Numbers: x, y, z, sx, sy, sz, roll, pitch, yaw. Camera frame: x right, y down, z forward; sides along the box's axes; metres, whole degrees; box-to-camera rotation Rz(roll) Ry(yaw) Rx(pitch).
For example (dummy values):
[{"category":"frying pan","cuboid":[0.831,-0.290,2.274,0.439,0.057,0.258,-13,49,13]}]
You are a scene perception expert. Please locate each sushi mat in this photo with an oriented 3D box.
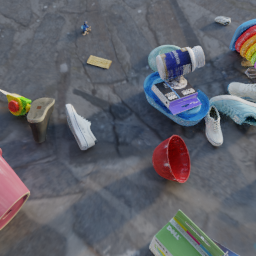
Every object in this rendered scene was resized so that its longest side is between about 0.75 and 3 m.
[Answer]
[{"category":"sushi mat","cuboid":[-1.356,-3.116,13.231,1.107,0.067,0.530,17,62,10]}]

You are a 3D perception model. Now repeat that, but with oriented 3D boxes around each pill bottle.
[{"category":"pill bottle","cuboid":[2.120,-2.668,11.363,1.789,1.035,1.035,-16,61,1]}]

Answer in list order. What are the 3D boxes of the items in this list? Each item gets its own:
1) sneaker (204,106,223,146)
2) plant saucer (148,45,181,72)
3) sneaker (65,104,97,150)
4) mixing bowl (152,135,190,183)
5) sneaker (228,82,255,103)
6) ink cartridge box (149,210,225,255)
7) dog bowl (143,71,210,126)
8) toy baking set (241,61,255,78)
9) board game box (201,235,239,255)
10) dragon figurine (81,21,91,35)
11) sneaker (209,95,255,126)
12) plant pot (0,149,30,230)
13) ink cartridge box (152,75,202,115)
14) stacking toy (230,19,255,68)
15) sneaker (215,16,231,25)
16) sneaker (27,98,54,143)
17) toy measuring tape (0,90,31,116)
[{"category":"sneaker","cuboid":[3.414,-0.118,11.200,0.624,0.605,1.708,-6,60,-3]},{"category":"plant saucer","cuboid":[1.959,-3.297,13.161,2.015,0.388,2.015,0,59,0]},{"category":"sneaker","cuboid":[-1.890,-0.093,11.200,0.744,0.768,2.102,-18,69,-24]},{"category":"mixing bowl","cuboid":[1.470,1.159,10.093,0.910,1.681,1.681,-14,53,36]},{"category":"sneaker","cuboid":[5.325,-1.569,11.902,2.084,0.842,0.797,18,63,11]},{"category":"ink cartridge box","cuboid":[1.469,3.448,7.849,0.847,2.856,1.483,-37,67,-21]},{"category":"dog bowl","cuboid":[1.962,-1.204,11.757,2.950,0.731,1.644,37,67,19]},{"category":"toy baking set","cuboid":[6.455,-2.463,12.726,1.909,0.289,2.488,-24,63,-13]},{"category":"board game box","cuboid":[2.777,4.587,8.433,2.365,0.729,2.364,-39,66,-20]},{"category":"dragon figurine","cuboid":[-2.209,-5.008,14.185,0.498,0.295,1.002,19,61,10]},{"category":"sneaker","cuboid":[4.428,-0.657,11.379,2.269,0.839,0.930,14,57,8]},{"category":"plant pot","cuboid":[-4.691,2.001,9.008,2.436,2.721,2.721,37,66,2]},{"category":"ink cartridge box","cuboid":[1.979,-1.345,11.126,1.515,0.332,1.530,-21,60,-26]},{"category":"stacking toy","cuboid":[6.013,-3.252,12.449,1.722,1.628,2.967,-18,63,-4]},{"category":"sneaker","cuboid":[4.915,-5.555,14.513,0.812,0.310,0.327,7,70,6]},{"category":"sneaker","cuboid":[-3.500,-0.381,11.336,0.808,1.148,2.161,4,31,1]},{"category":"toy measuring tape","cuboid":[-4.887,-1.045,11.701,2.265,0.833,0.833,21,62,20]}]
